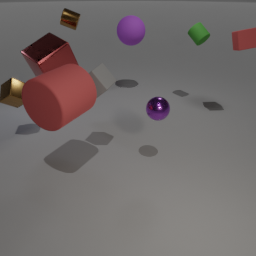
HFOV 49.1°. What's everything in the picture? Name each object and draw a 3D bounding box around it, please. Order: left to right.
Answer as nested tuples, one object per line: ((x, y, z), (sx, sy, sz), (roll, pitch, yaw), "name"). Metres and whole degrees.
((-3.961, -1.214, 9.783), (0.700, 0.700, 0.700), (-21, -26, 34), "cube")
((-2.942, -2.564, 10.822), (1.400, 1.400, 1.400), (-42, 53, -18), "cube")
((-1.779, -0.830, 7.382), (1.400, 1.400, 1.400), (15, 34, 26), "cylinder")
((-2.448, -4.608, 11.875), (0.700, 0.700, 0.700), (18, 26, -12), "cylinder")
((-0.908, -1.386, 8.379), (0.700, 0.700, 0.700), (-30, 15, 37), "cube")
((0.147, -4.747, 13.668), (1.400, 1.400, 1.400), (0, 28, 0), "ball")
((0.870, -0.562, 8.141), (0.700, 0.700, 0.700), (0, 28, 0), "ball")
((3.070, -4.070, 12.134), (0.700, 0.700, 0.700), (-25, 77, -39), "cylinder")
((4.368, -3.322, 10.501), (0.700, 0.700, 0.700), (-9, 16, 6), "cube")
